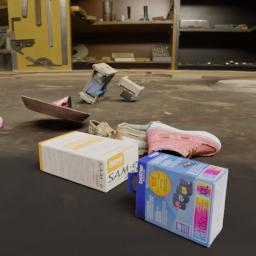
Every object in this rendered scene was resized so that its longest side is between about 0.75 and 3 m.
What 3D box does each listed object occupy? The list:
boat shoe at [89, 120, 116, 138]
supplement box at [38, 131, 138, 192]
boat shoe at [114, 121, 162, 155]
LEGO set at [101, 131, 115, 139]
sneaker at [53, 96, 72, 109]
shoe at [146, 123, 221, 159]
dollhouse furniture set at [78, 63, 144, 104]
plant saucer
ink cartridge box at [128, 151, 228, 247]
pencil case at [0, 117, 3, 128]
[{"bbox_3d":[-0.911,0.037,9.898,1.474,0.475,0.525,14,20,42],"label":"boat shoe"},{"bbox_3d":[-0.955,0.723,6.771,2.081,0.765,1.312,10,18,33],"label":"supplement box"},{"bbox_3d":[0.843,0.251,8.357,2.505,0.857,0.936,-4,16,-16],"label":"boat shoe"},{"bbox_3d":[-0.654,0.417,8.898,0.577,0.435,0.750,-26,3,19],"label":"LEGO set"},{"bbox_3d":[-3.377,-1.158,13.893,0.851,0.723,1.962,1,15,8],"label":"sneaker"},{"bbox_3d":[1.525,0.585,7.522,2.186,0.781,0.994,14,42,-11],"label":"shoe"},{"bbox_3d":[-0.948,-2.148,16.369,2.902,2.045,2.033,32,20,4],"label":"dollhouse furniture set"},{"bbox_3d":[-2.756,-0.682,10.694,2.651,0.456,2.651,16,1,0],"label":"plant saucer"},{"bbox_3d":[0.744,1.089,4.736,1.633,1.114,0.624,12,18,37],"label":"ink cartridge box"},{"bbox_3d":[-5.166,-0.219,11.102,0.360,0.360,0.824,-6,17,-20],"label":"pencil case"}]
